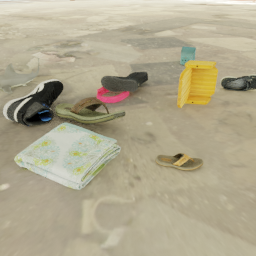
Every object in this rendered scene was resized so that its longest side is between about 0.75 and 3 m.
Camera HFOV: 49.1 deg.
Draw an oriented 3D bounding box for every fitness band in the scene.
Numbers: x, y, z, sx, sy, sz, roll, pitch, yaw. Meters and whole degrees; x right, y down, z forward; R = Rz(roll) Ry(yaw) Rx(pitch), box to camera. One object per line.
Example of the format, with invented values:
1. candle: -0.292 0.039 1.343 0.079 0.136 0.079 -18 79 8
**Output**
1. fitness band: -0.558 -1.301 10.462 1.009 0.263 1.405 20 34 24

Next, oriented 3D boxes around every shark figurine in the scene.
1. shark figurine: -4.439 -2.194 11.288 2.453 1.024 1.465 -26 40 -34

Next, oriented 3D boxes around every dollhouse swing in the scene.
1. dollhouse swing: 2.343 -1.382 9.384 1.295 1.425 1.253 5 30 8

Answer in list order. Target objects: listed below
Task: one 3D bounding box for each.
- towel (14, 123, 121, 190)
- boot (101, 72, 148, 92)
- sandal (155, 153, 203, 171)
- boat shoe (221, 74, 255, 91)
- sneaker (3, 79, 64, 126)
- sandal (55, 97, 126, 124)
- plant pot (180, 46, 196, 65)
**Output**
1. towel: -1.432 0.592 6.903 2.039 0.491 1.745 15 33 25
2. boot: -0.081 -1.916 11.008 1.462 0.582 1.774 13 28 12
3. sandal: 1.239 0.765 6.776 1.151 0.311 0.462 7 31 12
4. boat shoe: 4.451 -1.691 10.737 1.700 0.635 0.564 7 31 15
5. sneaker: -2.633 -0.746 9.016 1.297 0.847 2.318 22 44 27
6. sandal: -1.253 -0.595 8.410 2.535 0.723 1.007 11 16 31
7. plant pot: 2.936 -3.541 13.940 0.694 0.693 0.982 10 37 17
